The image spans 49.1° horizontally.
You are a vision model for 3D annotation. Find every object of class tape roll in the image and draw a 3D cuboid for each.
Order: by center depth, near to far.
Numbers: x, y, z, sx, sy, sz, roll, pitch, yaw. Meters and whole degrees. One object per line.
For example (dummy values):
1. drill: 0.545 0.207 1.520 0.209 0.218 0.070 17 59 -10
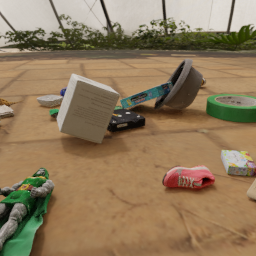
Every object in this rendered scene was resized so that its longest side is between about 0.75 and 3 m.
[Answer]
1. tape roll: 4.860 -0.942 12.567 2.603 0.626 2.603 1 20 0

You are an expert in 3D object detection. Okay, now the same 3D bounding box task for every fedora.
1. fedora: 2.457 -1.761 12.834 1.258 2.785 2.463 29 34 -7

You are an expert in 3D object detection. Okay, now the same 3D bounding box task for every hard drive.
1. hard drive: -0.485 -0.402 11.375 1.505 0.407 2.154 -12 24 -30

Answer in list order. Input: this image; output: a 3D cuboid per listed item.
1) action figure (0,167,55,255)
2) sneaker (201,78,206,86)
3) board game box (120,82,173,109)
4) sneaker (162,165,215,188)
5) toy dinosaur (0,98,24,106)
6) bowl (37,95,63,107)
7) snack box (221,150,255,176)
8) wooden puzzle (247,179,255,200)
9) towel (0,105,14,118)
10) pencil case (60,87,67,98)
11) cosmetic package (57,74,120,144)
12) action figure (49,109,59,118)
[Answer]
1. action figure: -2.217 1.523 5.676 1.619 0.749 2.740 -1 16 6
2. sneaker: 4.067 -3.175 18.682 2.273 0.852 1.024 23 21 36
3. board game box: 0.890 -1.518 13.014 2.062 0.484 1.557 -16 5 36
4. sneaker: 1.495 1.216 6.759 1.341 0.494 0.581 -6 22 -17
5. toy dinosaur: -6.056 -1.231 13.836 0.934 0.531 1.758 14 9 6
6. bowl: -3.902 -1.349 14.050 1.036 0.387 1.037 11 22 28
7. snack box: 3.058 0.954 7.799 0.743 0.277 1.044 3 20 7
8. wooden puzzle: 3.268 1.497 6.440 0.828 0.207 0.894 14 29 35
9. towel: -5.825 -0.741 12.530 1.036 0.270 1.563 -16 25 -40
10. pencil case: -3.070 -1.977 15.280 0.783 0.704 1.804 28 22 3
11. cosmetic package: -1.416 -0.693 9.534 1.483 1.783 1.492 17 13 -23
12. action figure: -3.171 -0.675 12.249 0.739 0.342 1.250 -11 15 -24
